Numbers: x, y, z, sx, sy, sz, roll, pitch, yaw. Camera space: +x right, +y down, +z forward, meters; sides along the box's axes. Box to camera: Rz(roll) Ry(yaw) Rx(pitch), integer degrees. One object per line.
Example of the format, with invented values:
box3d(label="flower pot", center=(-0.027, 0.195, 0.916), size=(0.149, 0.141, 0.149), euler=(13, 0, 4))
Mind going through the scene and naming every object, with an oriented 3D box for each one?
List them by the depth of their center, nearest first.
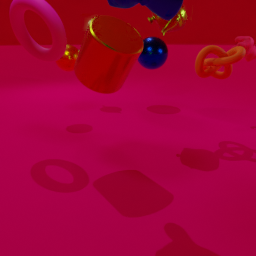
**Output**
box3d(label="monkey head", center=(0.272, -2.183, 3.955), size=(1.234, 1.034, 1.716), euler=(27, -25, -11))
box3d(label="cylinder", center=(-0.406, -1.438, 5.580), size=(1.100, 1.100, 1.100), euler=(15, 49, -18))
box3d(label="ring", center=(-2.015, -2.186, 6.262), size=(1.522, 1.522, 0.304), euler=(11, 44, 31))
box3d(label="teapot", center=(0.934, -2.884, 7.034), size=(0.897, 1.139, 1.832), euler=(-26, 43, 16))
box3d(label="knot shape", center=(2.398, -1.715, 7.178), size=(1.213, 0.599, 1.296), euler=(-22, -19, 31))
box3d(label="cow figurine", center=(3.857, -2.546, 8.973), size=(0.982, 0.548, 0.998), euler=(-7, -27, 1))
box3d(label="ball", center=(-1.915, -2.238, 8.993), size=(0.845, 0.845, 0.845), euler=(0, 18, 0))
box3d(label="ball", center=(0.965, -2.995, 11.228), size=(1.293, 1.293, 1.293), euler=(0, 18, 0))
